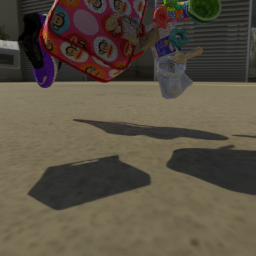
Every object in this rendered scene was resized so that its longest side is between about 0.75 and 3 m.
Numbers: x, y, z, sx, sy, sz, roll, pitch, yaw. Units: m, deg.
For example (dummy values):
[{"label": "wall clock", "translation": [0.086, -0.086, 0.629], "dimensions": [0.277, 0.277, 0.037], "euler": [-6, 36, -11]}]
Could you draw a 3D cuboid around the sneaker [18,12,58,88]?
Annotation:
[{"label": "sneaker", "translation": [-3.471, -2.878, 10.415], "dimensions": [0.968, 2.785, 1.385], "euler": [3, 10, 25]}]

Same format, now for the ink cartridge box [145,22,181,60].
[{"label": "ink cartridge box", "translation": [0.885, -2.292, 7.160], "dimensions": [0.200, 0.915, 0.924], "euler": [-24, 12, -33]}]

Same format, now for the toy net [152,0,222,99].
[{"label": "toy net", "translation": [0.968, -1.697, 5.430], "dimensions": [1.193, 2.275, 0.439], "euler": [20, -12, -6]}]

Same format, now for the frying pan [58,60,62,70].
[{"label": "frying pan", "translation": [-2.327, -3.190, 10.390], "dimensions": [0.360, 2.209, 1.336], "euler": [15, 10, -3]}]

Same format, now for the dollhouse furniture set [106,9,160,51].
[{"label": "dollhouse furniture set", "translation": [0.116, -2.362, 6.393], "dimensions": [1.202, 0.623, 0.532], "euler": [18, -34, -41]}]

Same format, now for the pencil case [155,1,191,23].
[{"label": "pencil case", "translation": [1.114, -2.595, 6.239], "dimensions": [1.078, 0.476, 0.476], "euler": [4, 12, 23]}]

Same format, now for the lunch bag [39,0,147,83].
[{"label": "lunch bag", "translation": [-0.610, -2.739, 7.239], "dimensions": [2.571, 2.918, 1.196], "euler": [26, -25, -21]}]

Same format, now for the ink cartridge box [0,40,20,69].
[{"label": "ink cartridge box", "translation": [-3.430, -1.936, 6.405], "dimensions": [1.652, 0.580, 2.033], "euler": [0, 33, -26]}]
